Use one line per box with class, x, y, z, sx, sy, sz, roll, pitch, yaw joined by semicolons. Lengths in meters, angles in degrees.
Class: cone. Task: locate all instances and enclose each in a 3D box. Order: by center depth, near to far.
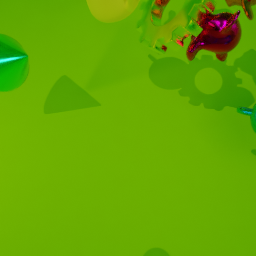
cone;-2.730;-1.630;6.691;1.481;1.475;1.475;5;62;45

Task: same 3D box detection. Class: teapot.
teapot;2.709;-0.188;4.920;1.533;0.750;0.953;12;104;18
teapot;-0.334;-2.901;5.876;1.268;0.999;2.040;-47;55;4

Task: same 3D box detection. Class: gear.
gear;0.973;-2.588;5.992;0.367;1.984;1.984;19;63;-37

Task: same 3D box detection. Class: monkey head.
monkey head;1.815;-1.843;5.894;0.955;1.584;1.140;26;79;17
monkey head;2.460;-3.232;6.015;1.221;1.023;1.697;3;103;-38
